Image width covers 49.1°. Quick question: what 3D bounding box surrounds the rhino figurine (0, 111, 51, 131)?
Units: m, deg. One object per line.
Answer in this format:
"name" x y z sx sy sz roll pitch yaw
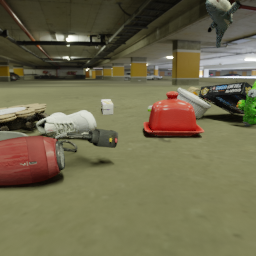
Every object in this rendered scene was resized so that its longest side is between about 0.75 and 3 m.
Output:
"rhino figurine" -3.531 -0.309 9.598 2.103 0.629 0.920 -9 13 -25

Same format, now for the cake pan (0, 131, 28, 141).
"cake pan" -3.355 0.446 6.471 2.023 0.371 2.023 0 11 0

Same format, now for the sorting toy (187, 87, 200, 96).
"sorting toy" 2.764 -1.344 13.923 1.853 0.333 2.487 -39 6 9

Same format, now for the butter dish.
"butter dish" 1.400 -0.500 8.914 1.786 1.320 1.781 0 10 1

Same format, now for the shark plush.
"shark plush" 3.203 -3.893 10.219 0.942 1.028 2.263 -38 -22 -6

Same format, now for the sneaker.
"sneaker" -1.853 -0.004 8.166 2.096 0.817 1.042 -3 13 36

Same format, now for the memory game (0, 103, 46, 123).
"memory game" -4.178 -0.459 9.349 2.966 0.189 2.966 -7 13 2

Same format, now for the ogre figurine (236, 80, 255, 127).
"ogre figurine" 4.530 -0.880 9.959 0.952 1.941 1.164 39 49 24

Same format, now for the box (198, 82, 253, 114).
"box" 4.584 -1.166 11.736 2.312 0.574 2.295 22 -8 -29

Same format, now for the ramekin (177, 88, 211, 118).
"ramekin" 2.671 -1.029 11.951 1.576 0.734 1.576 26 17 -9

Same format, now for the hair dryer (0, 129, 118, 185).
"hair dryer" -1.844 0.611 5.432 2.986 0.811 2.274 -5 -6 -44

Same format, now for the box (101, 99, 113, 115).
"box" -1.064 -1.093 14.191 0.537 0.502 2.593 -1 11 -6

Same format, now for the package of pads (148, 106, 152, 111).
"package of pads" 1.498 -1.001 14.309 0.836 0.285 0.646 5 12 23
